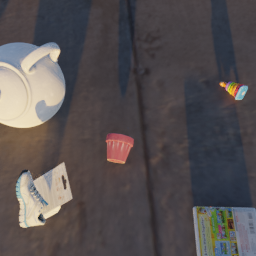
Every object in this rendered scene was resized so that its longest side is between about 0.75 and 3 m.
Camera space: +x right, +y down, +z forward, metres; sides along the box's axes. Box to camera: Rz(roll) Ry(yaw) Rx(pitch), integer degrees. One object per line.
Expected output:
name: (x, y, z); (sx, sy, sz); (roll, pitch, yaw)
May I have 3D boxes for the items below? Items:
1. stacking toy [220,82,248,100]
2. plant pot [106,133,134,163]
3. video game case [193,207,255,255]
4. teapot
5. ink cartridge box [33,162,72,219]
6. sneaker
stacking toy: (3.222, -1.253, 8.701); (0.492, 0.466, 0.848); (-6, 33, -43)
plant pot: (-0.257, 0.564, 7.489); (0.751, 0.751, 0.672); (9, 74, 5)
video game case: (2.399, 2.750, 6.659); (1.547, 0.195, 1.700); (1, 61, 0)
teapot: (-2.906, -1.036, 7.232); (2.442, 2.474, 1.807); (8, 19, 8)
ink cartridge box: (-1.828, 1.557, 6.933); (1.215, 0.347, 0.988); (-30, 62, 18)
sneaker: (-2.099, 1.575, 6.276); (0.619, 1.428, 0.535); (1, 20, 4)
